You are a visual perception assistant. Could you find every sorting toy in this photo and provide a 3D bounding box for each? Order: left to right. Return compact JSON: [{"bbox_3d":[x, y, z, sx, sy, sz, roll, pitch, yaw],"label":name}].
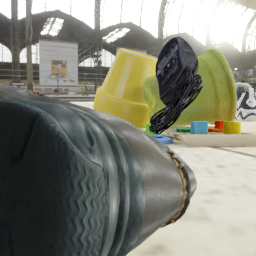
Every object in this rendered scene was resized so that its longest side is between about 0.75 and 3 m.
[{"bbox_3d":[1.661,0.036,5.583,2.959,0.403,1.666,0,6,-2],"label":"sorting toy"}]

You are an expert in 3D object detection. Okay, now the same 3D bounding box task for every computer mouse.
[{"bbox_3d":[1.002,-0.962,5.603,0.576,2.187,1.514,21,-44,-19],"label":"computer mouse"}]

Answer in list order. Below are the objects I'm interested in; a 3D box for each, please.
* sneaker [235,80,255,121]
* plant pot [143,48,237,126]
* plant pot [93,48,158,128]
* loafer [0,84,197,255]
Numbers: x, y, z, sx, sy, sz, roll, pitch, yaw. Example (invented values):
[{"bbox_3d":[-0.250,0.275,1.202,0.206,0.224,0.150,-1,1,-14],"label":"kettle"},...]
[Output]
[{"bbox_3d":[4.266,-1.078,10.778,0.901,1.469,2.258,1,6,3],"label":"sneaker"},{"bbox_3d":[1.356,-0.768,6.826,1.778,1.934,1.934,-14,7,-3],"label":"plant pot"},{"bbox_3d":[0.139,-1.213,8.059,1.963,1.847,1.963,14,18,-5],"label":"plant pot"},{"bbox_3d":[-0.830,0.178,2.235,1.037,1.044,2.869,5,10,-45],"label":"loafer"}]
